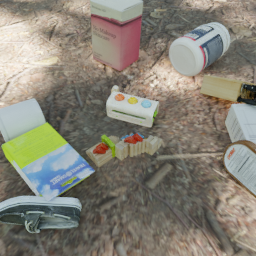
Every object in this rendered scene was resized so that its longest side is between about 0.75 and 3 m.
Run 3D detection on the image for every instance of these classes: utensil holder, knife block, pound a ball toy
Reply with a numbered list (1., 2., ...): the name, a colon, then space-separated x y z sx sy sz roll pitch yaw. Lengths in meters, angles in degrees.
1. utensil holder: -4.005 -0.302 10.395 1.532 1.302 1.302 -25 52 -24
2. knife block: 4.203 -1.464 10.983 2.615 0.837 2.296 15 11 13
3. pound a ball toy: 0.127 -1.071 11.332 2.240 0.951 1.460 16 49 14

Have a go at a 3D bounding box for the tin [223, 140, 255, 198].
1. tin: 4.001 1.340 8.805 0.482 1.288 2.300 -3 39 -42

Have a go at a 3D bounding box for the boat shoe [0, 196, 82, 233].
1. boat shoe: -2.606 2.519 8.005 2.514 0.906 0.892 -4 43 -6

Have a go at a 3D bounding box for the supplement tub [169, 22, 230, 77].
1. supplement tub: 3.385 -3.734 13.187 2.620 1.839 1.839 -35 56 -28

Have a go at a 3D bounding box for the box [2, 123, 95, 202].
1. box: -2.660 1.161 9.344 1.809 0.707 2.968 -32 53 -30

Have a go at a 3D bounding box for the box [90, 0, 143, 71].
1. box: -0.557 -4.515 13.143 1.868 2.922 1.592 29 50 25

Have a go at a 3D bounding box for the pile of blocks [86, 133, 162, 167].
1. pile of blocks: -0.134 0.488 9.943 2.747 0.854 1.128 -11 48 -11

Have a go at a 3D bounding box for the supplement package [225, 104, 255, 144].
1. supplement package: 4.378 0.131 10.141 1.080 1.040 1.898 0 47 0
